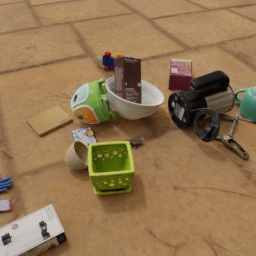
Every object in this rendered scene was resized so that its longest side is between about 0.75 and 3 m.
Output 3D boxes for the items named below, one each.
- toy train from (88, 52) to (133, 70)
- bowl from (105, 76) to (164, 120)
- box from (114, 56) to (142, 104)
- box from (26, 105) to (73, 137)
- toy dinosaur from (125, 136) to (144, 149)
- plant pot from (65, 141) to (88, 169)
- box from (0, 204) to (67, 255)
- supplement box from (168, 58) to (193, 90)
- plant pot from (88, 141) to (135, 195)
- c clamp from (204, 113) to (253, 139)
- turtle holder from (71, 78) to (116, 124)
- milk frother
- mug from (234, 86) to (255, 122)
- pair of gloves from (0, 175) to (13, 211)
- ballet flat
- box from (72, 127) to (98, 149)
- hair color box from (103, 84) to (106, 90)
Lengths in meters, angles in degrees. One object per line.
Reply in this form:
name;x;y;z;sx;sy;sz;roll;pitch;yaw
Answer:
toy train;-0.868;-3.636;14.694;2.129;0.901;1.232;21;35;22
bowl;0.163;-1.098;11.359;2.415;1.085;2.415;13;33;-9
box;0.011;-1.848;11.187;0.924;1.845;0.691;-4;1;-38
box;-3.198;-0.315;11.396;1.498;0.159;1.225;-30;49;-29
toy dinosaur;0.202;0.552;10.384;0.790;0.304;0.404;-2;27;9
plant pot;-1.733;1.013;9.439;0.653;0.973;0.973;-33;40;16
box;-2.647;2.904;7.479;1.744;0.524;1.017;-21;46;-22
supplement box;2.517;-2.589;13.457;1.051;0.829;1.606;7;42;7
plant pot;-0.520;1.313;8.761;1.340;1.216;1.333;-4;41;-5
c clamp;3.919;-0.083;11.068;1.587;0.252;1.857;23;46;24
turtle holder;-1.468;-1.164;11.199;1.514;1.620;2.132;-17;71;7
milk frother;3.164;-0.695;10.706;2.270;2.178;2.413;-18;72;-18
mug;5.305;-1.087;11.495;1.769;1.094;1.453;10;39;11
pair of gloves;-4.223;2.126;8.635;1.290;0.183;1.604;-10;43;-14
ballet flat;3.884;0.653;10.104;0.407;0.280;1.208;-27;56;-17
box;-1.596;0.449;10.477;0.788;0.229;1.151;-13;43;-15
hair color box;-1.452;-1.746;12.760;0.509;0.307;1.003;14;31;18
